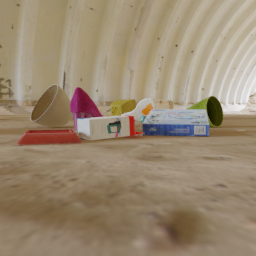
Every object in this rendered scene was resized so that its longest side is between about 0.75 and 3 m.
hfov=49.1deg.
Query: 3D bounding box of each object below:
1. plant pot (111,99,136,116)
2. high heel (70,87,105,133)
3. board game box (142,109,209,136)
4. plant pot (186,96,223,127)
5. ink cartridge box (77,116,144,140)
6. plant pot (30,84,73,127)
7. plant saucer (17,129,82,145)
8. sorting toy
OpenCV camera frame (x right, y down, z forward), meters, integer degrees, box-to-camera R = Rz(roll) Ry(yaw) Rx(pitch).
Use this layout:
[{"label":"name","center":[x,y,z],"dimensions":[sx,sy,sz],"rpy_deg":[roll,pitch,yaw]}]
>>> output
[{"label":"plant pot","center":[-0.403,-1.119,18.124],"dimensions":[1.367,1.376,1.408],"rpy_deg":[2,10,31]},{"label":"high heel","center":[-1.221,-0.595,9.371],"dimensions":[0.944,1.345,2.804],"rpy_deg":[1,4,15]},{"label":"board game box","center":[1.406,-0.188,8.096],"dimensions":[1.742,0.378,1.733],"rpy_deg":[1,17,13]},{"label":"plant pot","center":[2.956,-0.556,11.210],"dimensions":[1.234,1.234,1.188],"rpy_deg":[-4,-6,-44]},{"label":"ink cartridge box","center":[-0.411,-0.036,6.882],"dimensions":[1.463,0.492,0.850],"rpy_deg":[-6,6,-29]},{"label":"plant pot","center":[-2.883,-0.707,11.172],"dimensions":[1.161,1.730,1.730],"rpy_deg":[37,-19,-33]},{"label":"plant saucer","center":[-1.710,0.178,6.164],"dimensions":[1.277,0.234,1.275],"rpy_deg":[-2,4,-16]},{"label":"sorting toy","center":[0.842,-0.678,13.349],"dimensions":[2.093,1.242,2.326],"rpy_deg":[-7,1,32]}]
